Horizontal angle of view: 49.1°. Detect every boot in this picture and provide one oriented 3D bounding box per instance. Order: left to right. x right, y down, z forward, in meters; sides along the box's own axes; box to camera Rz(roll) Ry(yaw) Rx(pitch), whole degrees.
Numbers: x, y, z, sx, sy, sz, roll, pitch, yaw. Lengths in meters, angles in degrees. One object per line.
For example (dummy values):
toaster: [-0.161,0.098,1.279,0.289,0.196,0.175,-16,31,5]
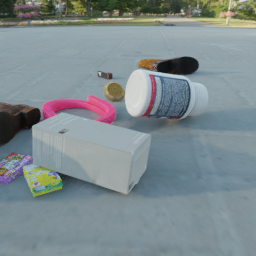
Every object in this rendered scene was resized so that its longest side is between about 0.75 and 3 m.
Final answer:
boot: [-4.553,-0.338,8.279,2.909,0.934,2.711,11,14,17]
boot: [2.247,-3.563,15.928,2.673,0.972,2.839,-15,20,-13]

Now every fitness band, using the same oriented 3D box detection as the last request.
fitness band: [-1.632,-0.467,9.192,2.016,0.525,2.806,-20,30,-31]

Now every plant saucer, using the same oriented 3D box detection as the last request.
plant saucer: [-0.526,-1.467,11.022,0.899,0.899,0.159,-11,-17,-23]

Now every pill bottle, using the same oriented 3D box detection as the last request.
pill bottle: [1.250,-0.983,8.805,2.383,1.425,1.425,3,21,-25]

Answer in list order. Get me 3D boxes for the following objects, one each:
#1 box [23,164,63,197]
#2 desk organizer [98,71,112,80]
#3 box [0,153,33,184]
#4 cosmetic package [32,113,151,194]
box: [-1.821,1.087,5.994,0.622,0.256,1.059,-12,25,-27]
desk organizer: [-1.178,-2.718,14.345,0.329,0.306,0.854,-17,30,-38]
box: [-2.713,0.902,6.464,0.652,0.186,0.953,9,26,18]
cosmetic package: [-0.784,0.472,6.180,2.338,1.054,1.249,11,20,16]
